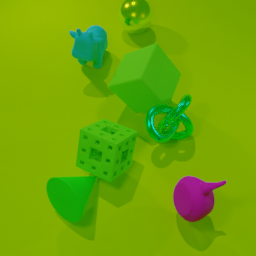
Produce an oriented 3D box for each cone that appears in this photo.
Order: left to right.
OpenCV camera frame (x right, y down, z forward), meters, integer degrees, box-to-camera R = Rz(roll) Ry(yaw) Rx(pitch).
[{"bbox_3d":[-1.046,1.330,6.257,1.069,1.069,1.073,35,38,20],"label":"cone"}]

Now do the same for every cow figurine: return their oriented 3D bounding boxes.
[{"bbox_3d":[-1.085,-2.523,8.234,0.944,1.692,1.720,15,61,2],"label":"cow figurine"}]

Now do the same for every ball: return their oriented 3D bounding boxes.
[{"bbox_3d":[0.250,-3.752,9.349,1.172,1.172,1.172,0,57,0],"label":"ball"}]

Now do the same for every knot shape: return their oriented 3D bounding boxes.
[{"bbox_3d":[1.122,-0.118,6.958,1.407,1.316,0.650,-37,47,-5],"label":"knot shape"}]

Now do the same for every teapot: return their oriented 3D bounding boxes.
[{"bbox_3d":[1.425,1.428,5.776,0.724,1.478,0.919,3,53,-23],"label":"teapot"}]

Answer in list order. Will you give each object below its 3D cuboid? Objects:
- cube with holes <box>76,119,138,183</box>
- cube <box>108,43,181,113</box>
[{"bbox_3d":[-0.486,0.478,6.450,0.952,0.952,0.952,21,24,22],"label":"cube with holes"},{"bbox_3d":[0.454,-1.245,7.320,1.188,1.188,1.188,-4,53,46],"label":"cube"}]
